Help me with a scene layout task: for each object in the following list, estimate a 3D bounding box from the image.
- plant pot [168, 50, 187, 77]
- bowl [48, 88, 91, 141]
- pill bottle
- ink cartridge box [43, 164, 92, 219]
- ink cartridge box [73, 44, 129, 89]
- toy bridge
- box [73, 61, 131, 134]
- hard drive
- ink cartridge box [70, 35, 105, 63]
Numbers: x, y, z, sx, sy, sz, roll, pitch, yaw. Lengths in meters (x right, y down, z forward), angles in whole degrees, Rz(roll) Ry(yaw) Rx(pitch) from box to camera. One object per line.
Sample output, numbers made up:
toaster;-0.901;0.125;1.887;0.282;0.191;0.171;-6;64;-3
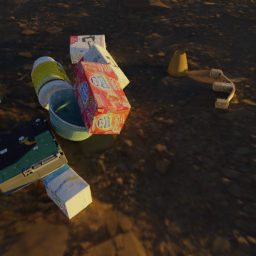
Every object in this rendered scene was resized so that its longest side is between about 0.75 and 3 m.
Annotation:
plant pot;2.537;-3.310;14.076;0.999;1.072;0.999;0;42;0
bowl;-2.002;-0.373;10.561;2.212;1.157;2.212;17;38;-14
pill bottle;-3.405;-2.058;12.384;1.514;1.514;2.703;-16;46;-17
ink cartridge box;-1.835;1.912;8.550;0.880;0.885;1.206;-34;51;-31
ink cartridge box;-1.182;-2.266;12.071;2.114;1.535;0.881;56;23;20
toy bridge;4.433;-1.894;13.045;0.946;0.383;2.816;7;43;4
box;-1.019;-1.114;10.009;1.231;1.285;2.578;2;44;-28
hard drive;-3.395;0.744;9.403;2.084;0.564;2.983;-29;35;-14
ink cartridge box;-2.136;-4.247;15.069;1.851;0.781;1.340;-4;60;-4
